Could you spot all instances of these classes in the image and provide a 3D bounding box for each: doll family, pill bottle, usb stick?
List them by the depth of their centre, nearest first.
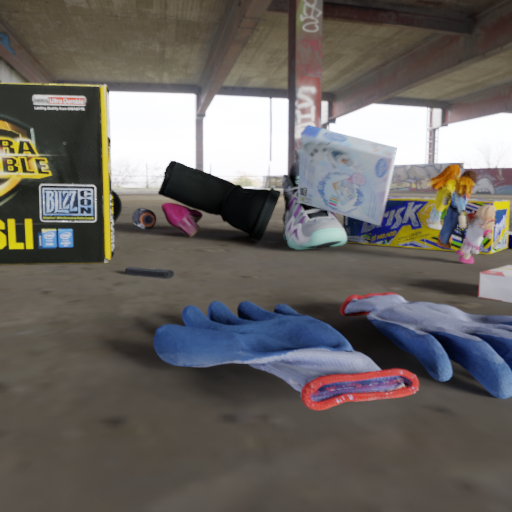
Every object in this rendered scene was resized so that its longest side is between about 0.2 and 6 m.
[{"bbox_3d":[-1.568,0.244,8.224,0.780,0.127,0.216,4,9,26],"label":"usb stick"},{"bbox_3d":[3.404,-0.861,9.655,0.902,1.243,2.003,10,33,-1],"label":"doll family"},{"bbox_3d":[-3.129,-1.041,15.717,0.564,0.564,1.061,-3,9,-21],"label":"pill bottle"}]

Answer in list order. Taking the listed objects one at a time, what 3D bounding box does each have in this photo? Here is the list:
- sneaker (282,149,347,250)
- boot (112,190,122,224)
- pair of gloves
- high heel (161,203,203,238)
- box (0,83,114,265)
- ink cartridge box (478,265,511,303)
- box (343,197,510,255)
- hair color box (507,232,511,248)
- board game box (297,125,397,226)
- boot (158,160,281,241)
[{"bbox_3d":[1.039,-1.217,11.536,1.116,2.009,2.872,-6,8,-11],"label":"sneaker"},{"bbox_3d":[-3.819,-0.866,11.955,3.164,1.191,2.366,-22,14,-42],"label":"boot"},{"bbox_3d":[0.809,0.681,4.482,3.093,0.352,2.486,-2,7,-23],"label":"pair of gloves"},{"bbox_3d":[-1.945,-1.069,14.124,0.721,1.027,2.140,-42,14,9],"label":"high heel"},{"bbox_3d":[-4.315,-1.351,9.363,3.714,2.966,0.916,0,9,-8],"label":"box"},{"bbox_3d":[3.242,0.329,6.896,0.989,0.334,0.576,-7,11,-42],"label":"ink cartridge box"},{"bbox_3d":[3.448,-0.703,11.694,3.200,1.029,1.121,6,10,38],"label":"box"},{"bbox_3d":[5.357,-0.318,11.556,0.525,0.311,0.960,-3,7,-23],"label":"hair color box"},{"bbox_3d":[1.619,-1.456,10.299,1.672,1.680,0.364,19,53,16],"label":"board game box"},{"bbox_3d":[-0.921,-1.399,12.944,2.635,1.190,3.216,24,0,-6],"label":"boot"}]
